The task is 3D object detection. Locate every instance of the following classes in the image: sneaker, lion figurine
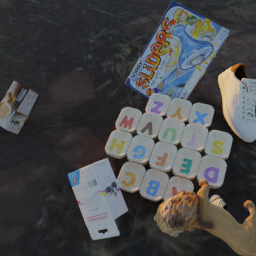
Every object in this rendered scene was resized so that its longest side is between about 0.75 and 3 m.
[{"bbox_3d":[2.923,-0.715,7.098,0.765,0.890,2.102,3,65,-27],"label":"sneaker"},{"bbox_3d":[1.573,1.636,4.788,2.089,0.757,1.279,18,26,21],"label":"lion figurine"},{"bbox_3d":[1.626,1.710,5.449,0.287,0.760,0.437,30,9,-26],"label":"sneaker"}]

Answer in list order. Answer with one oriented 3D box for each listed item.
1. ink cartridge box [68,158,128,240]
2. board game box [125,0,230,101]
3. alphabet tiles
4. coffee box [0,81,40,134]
[{"bbox_3d":[-0.546,1.386,5.455,0.467,0.792,1.377,-14,81,-54],"label":"ink cartridge box"},{"bbox_3d":[1.225,-1.774,7.305,1.650,2.438,0.420,33,14,11],"label":"board game box"},{"bbox_3d":[0.898,0.364,6.351,2.684,0.196,2.626,16,64,16],"label":"alphabet tiles"},{"bbox_3d":[-2.856,-0.525,7.142,0.662,0.461,1.158,27,84,26],"label":"coffee box"}]
